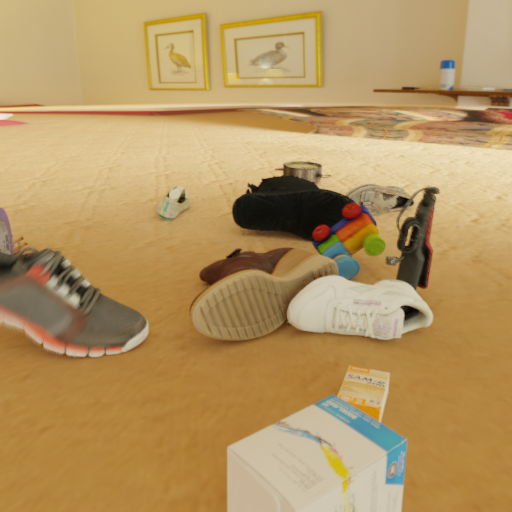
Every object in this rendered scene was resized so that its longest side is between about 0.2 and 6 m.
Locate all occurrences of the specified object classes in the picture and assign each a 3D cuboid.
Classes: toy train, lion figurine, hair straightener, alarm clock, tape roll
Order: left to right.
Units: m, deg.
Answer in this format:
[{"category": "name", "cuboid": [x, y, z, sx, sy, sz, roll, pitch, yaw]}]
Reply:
[{"category": "tape roll", "cuboid": [-4.661, -0.157, 9.692, 0.576, 1.356, 1.356, -3, 20, -12]}, {"category": "lion figurine", "cuboid": [-5.057, -0.208, 11.526, 0.821, 0.298, 0.503, 0, 33, 45]}, {"category": "alarm clock", "cuboid": [1.592, -2.585, 17.648, 1.236, 0.610, 1.833, -18, 24, -42]}, {"category": "toy train", "cuboid": [2.056, -0.436, 10.219, 1.990, 0.842, 1.151, -36, 30, 11]}, {"category": "hair straightener", "cuboid": [2.399, -0.110, 8.512, 0.871, 2.264, 0.463, -35, 55, -28]}]

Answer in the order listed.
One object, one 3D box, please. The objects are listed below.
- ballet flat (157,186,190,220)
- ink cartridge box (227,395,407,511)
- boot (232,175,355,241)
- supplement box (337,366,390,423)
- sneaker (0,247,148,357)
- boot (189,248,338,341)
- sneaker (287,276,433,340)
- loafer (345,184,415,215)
[{"category": "ballet flat", "cuboid": [-2.024, -1.469, 14.394, 0.682, 0.631, 2.023, 20, 21, -5]}, {"category": "ink cartridge box", "cuboid": [0.483, 1.902, 4.603, 1.220, 0.898, 0.883, -15, 24, -35]}, {"category": "boot", "cuboid": [1.094, -1.208, 13.151, 3.100, 1.147, 2.540, 5, 17, 17]}, {"category": "supplement box", "cuboid": [1.215, 1.594, 6.372, 0.498, 0.290, 0.790, 7, 20, 18]}, {"category": "sneaker", "cuboid": [-2.724, 0.509, 7.562, 2.684, 1.099, 1.034, 17, 25, -5]}, {"category": "boot", "cuboid": [-0.309, 0.518, 8.963, 2.744, 0.993, 2.283, -18, 13, -35]}, {"category": "sneaker", "cuboid": [1.502, 0.762, 7.977, 2.100, 0.786, 1.046, -4, 20, -12]}, {"category": "loafer", "cuboid": [3.157, -1.415, 14.261, 2.112, 0.759, 0.664, -10, 28, -32]}]
